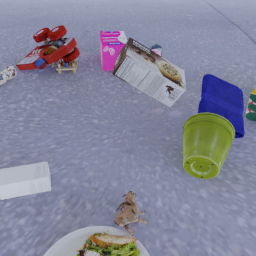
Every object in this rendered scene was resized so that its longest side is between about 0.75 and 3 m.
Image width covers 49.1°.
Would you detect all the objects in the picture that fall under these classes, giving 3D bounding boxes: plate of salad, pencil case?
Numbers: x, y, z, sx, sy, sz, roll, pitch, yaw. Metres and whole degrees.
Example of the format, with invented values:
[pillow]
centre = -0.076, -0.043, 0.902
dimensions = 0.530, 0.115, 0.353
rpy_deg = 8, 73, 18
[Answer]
[plate of salad]
centre = -0.562, 2.441, 4.672
dimensions = 2.070, 0.497, 2.070
rpy_deg = 1, 33, 0
[pencil case]
centre = -5.206, -2.193, 11.738
dimensions = 0.475, 0.546, 1.220
rpy_deg = 27, 36, 0

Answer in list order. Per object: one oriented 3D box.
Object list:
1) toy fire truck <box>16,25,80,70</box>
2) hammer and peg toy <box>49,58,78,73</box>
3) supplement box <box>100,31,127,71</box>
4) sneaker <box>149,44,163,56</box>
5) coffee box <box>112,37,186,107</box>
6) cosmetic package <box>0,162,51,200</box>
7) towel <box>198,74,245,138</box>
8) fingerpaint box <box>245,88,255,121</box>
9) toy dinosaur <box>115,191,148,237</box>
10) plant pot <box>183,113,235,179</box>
[toy fire truck]
centre = -3.610, -3.359, 12.626
dimensions = 2.628, 1.473, 2.207
rpy_deg = 8, 52, 38
[hammer and peg toy]
centre = -2.976, -2.837, 12.830
dimensions = 1.288, 0.454, 0.948
rpy_deg = -3, 35, -5
[supplement box]
centre = -0.698, -3.794, 13.573
dimensions = 1.238, 1.264, 2.446
rpy_deg = -3, 35, -7
[sneaker]
centre = 1.198, -2.924, 12.711
dimensions = 1.222, 1.045, 2.979
rpy_deg = 30, 40, 8
[coffee box]
centre = 0.601, -1.527, 7.677
dimensions = 1.875, 0.748, 1.059
rpy_deg = 28, 39, -15
[cosmetic package]
centre = -2.420, 1.215, 6.565
dimensions = 1.126, 0.478, 0.606
rpy_deg = -8, 35, -12
[towel]
centre = 2.725, -0.646, 8.263
dimensions = 1.431, 0.480, 1.938
rpy_deg = 24, 52, -7
[fingerpaint box]
centre = 5.572, -0.919, 9.357
dimensions = 2.275, 1.000, 2.727
rpy_deg = 22, 40, 31
[toy dinosaur]
centre = -0.039, 1.752, 5.662
dimensions = 0.703, 0.445, 1.037
rpy_deg = 19, 23, 28
[plant pot]
centre = 1.934, 0.538, 7.041
dimensions = 1.341, 1.341, 1.291
rpy_deg = 11, 46, 16
